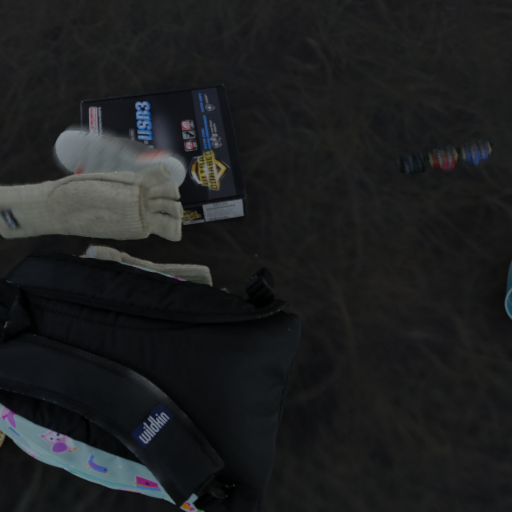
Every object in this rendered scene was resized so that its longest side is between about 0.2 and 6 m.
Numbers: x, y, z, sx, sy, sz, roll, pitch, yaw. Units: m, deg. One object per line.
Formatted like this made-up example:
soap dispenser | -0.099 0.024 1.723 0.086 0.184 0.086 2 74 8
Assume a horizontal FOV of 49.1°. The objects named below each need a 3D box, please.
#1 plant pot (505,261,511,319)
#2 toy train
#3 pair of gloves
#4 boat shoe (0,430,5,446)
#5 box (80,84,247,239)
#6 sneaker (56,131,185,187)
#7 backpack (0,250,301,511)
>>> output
plant pot | 5.242 0.317 9.909 1.592 1.592 1.496 14 46 8
toy train | 3.599 -1.851 10.667 1.765 0.301 0.404 -10 84 14
pair of gloves | -2.298 -0.166 8.914 2.861 3.365 0.590 -4 56 9
boat shoe | -4.387 1.903 9.264 1.036 0.972 2.811 -2 64 17
box | -1.966 -2.047 11.615 3.152 0.789 3.176 -7 60 -5
sneaker | -2.408 -1.690 9.838 2.253 0.868 0.922 14 25 -33
backpack | -1.838 1.806 8.159 4.392 2.780 3.665 17 47 -2
